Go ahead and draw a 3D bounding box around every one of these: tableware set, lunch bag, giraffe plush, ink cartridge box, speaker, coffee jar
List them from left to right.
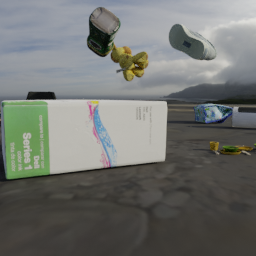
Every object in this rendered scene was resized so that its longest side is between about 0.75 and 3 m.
[{"bbox_3d":[-0.955,0.042,5.642,2.895,1.216,2.096,-3,7,-25],"label":"ink cartridge box"},{"bbox_3d":[-0.808,-2.925,8.781,0.901,0.737,1.728,37,-15,-4],"label":"coffee jar"},{"bbox_3d":[-0.145,-3.479,14.203,1.993,1.719,1.616,-11,51,-36],"label":"giraffe plush"},{"bbox_3d":[4.263,-0.755,13.938,1.567,0.999,1.333,-11,8,-9],"label":"lunch bag"},{"bbox_3d":[2.694,0.443,6.625,1.466,0.225,0.987,0,6,5],"label":"tableware set"},{"bbox_3d":[5.379,-0.397,11.305,2.155,0.875,0.875,4,7,28],"label":"speaker"}]

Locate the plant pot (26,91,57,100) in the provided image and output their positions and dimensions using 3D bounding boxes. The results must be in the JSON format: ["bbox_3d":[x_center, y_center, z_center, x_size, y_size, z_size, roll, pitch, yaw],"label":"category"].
[{"bbox_3d":[-4.745,-1.227,15.529,1.788,1.590,1.792,0,5,-7],"label":"plant pot"}]

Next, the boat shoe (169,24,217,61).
[{"bbox_3d":[2.788,-3.666,12.234,1.039,1.018,2.918,6,33,-31],"label":"boat shoe"}]
